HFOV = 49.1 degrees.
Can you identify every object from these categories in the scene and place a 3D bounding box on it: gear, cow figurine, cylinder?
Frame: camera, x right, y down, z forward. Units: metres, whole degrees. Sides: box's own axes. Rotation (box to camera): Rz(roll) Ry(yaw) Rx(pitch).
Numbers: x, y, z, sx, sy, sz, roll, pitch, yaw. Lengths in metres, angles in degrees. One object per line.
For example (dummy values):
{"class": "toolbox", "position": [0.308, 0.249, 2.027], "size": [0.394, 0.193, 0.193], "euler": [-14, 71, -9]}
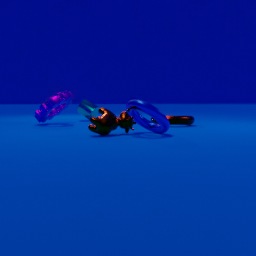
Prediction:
{"class": "gear", "position": [-2.670, -0.769, 10.214], "size": [1.538, 0.284, 1.538], "euler": [-38, -3, -2]}
{"class": "cow figurine", "position": [-0.360, -0.104, 6.943], "size": [0.994, 0.554, 1.010], "euler": [26, 39, 8]}
{"class": "cylinder", "position": [-1.737, -0.799, 12.297], "size": [0.703, 0.703, 0.703], "euler": [32, 14, 13]}

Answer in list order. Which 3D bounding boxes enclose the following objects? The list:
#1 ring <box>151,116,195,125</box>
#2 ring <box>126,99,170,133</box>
{"class": "ring", "position": [1.559, -0.282, 9.837], "size": [1.535, 0.307, 1.535], "euler": [0, 2, 0]}
{"class": "ring", "position": [0.489, -0.280, 7.090], "size": [1.246, 0.249, 1.246], "euler": [30, -17, 10]}
